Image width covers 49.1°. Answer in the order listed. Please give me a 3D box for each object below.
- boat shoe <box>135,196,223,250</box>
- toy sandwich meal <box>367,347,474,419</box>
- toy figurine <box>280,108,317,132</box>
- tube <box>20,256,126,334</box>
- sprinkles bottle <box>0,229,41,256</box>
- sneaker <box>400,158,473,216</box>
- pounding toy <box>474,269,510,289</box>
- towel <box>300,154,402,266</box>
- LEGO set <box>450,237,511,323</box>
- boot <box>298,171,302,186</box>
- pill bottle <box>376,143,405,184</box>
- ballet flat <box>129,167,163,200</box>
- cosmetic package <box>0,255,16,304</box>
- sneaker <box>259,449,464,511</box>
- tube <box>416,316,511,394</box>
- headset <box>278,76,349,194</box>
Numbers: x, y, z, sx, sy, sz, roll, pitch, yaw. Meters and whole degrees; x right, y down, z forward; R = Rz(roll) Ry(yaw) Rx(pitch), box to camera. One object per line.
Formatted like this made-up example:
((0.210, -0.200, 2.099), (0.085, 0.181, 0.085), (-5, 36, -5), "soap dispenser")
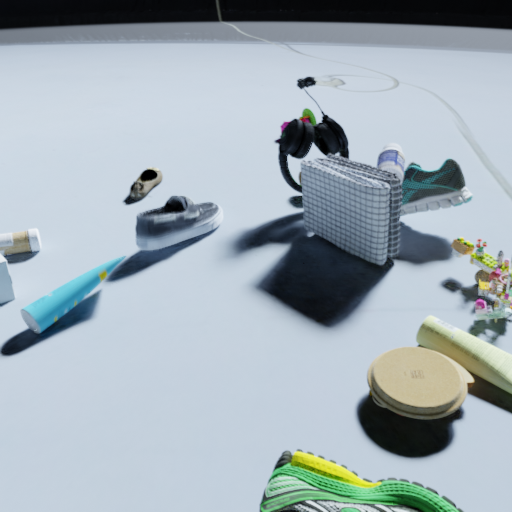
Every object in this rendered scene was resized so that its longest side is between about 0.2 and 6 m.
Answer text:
((-1.634, -0.906, 12.181), (0.917, 0.867, 2.557), (15, 26, 35), "boat shoe")
((2.263, 1.827, 7.872), (1.488, 0.510, 1.488), (-3, 33, 2), "toy sandwich meal")
((1.270, -4.343, 18.762), (1.096, 0.894, 1.191), (-22, 13, -19), "toy figurine")
((-3.121, 0.587, 9.744), (1.945, 0.490, 0.753), (-40, 11, -37), "tube")
((-5.175, -0.232, 11.530), (1.367, 0.466, 0.466), (-11, 31, -18), "sprinkles bottle")
((3.428, -1.509, 12.585), (2.580, 1.177, 1.001), (-10, 1, 19), "sneaker")
((4.915, 0.309, 10.366), (1.420, 0.659, 1.096), (23, 36, 34), "pounding toy")
((1.960, -1.018, 11.487), (0.935, 1.808, 2.184), (-31, 40, -30), "towel")
((4.193, 0.163, 10.016), (0.982, 0.794, 2.134), (-6, 40, 9), "LEGO set")
((1.911, -1.854, 14.235), (1.168, 0.577, 1.505), (-27, 44, -29), "boot")
((2.918, -1.975, 12.158), (0.591, 0.591, 1.065), (7, 46, 12), "pill bottle")
((-2.905, -2.012, 14.765), (0.621, 0.427, 1.844), (4, 29, 8), "ballet flat")
((-5.084, 0.559, 9.748), (1.497, 0.845, 0.607), (-23, 37, -37), "cosmetic package")
((1.149, 2.876, 5.699), (2.429, 0.948, 1.035), (5, 36, 28), "sneaker")
((3.369, 1.551, 8.396), (1.965, 0.570, 0.510), (27, -6, 36), "tube")
((1.289, -2.845, 13.399), (1.705, 2.761, 1.297), (-8, 16, -17), "headset")
